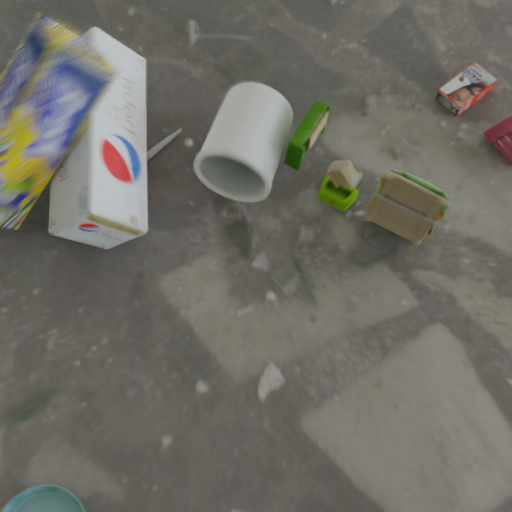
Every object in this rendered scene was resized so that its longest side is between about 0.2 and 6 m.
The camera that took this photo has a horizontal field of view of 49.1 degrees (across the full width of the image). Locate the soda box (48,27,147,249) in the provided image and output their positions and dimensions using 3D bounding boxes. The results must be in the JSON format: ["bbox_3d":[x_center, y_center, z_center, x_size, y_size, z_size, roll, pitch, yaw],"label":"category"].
[{"bbox_3d":[-3.029,-2.255,10.897,1.273,1.362,3.998,-17,67,34],"label":"soda box"}]

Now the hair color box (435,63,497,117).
[{"bbox_3d":[4.654,-3.698,12.437,1.184,0.378,0.657,-39,73,-13],"label":"hair color box"}]

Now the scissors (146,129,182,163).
[{"bbox_3d":[-2.490,-2.024,11.829,0.824,0.157,2.252,28,72,13],"label":"scissors"}]

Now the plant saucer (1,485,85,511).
[{"bbox_3d":[-3.464,4.536,9.053,1.550,0.212,1.550,0,68,0],"label":"plant saucer"}]

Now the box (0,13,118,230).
[{"bbox_3d":[-4.088,-2.282,10.000,3.628,1.271,1.167,-51,53,16],"label":"box"}]

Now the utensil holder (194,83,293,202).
[{"bbox_3d":[-0.196,-2.276,11.199,1.567,1.567,1.844,17,67,7],"label":"utensil holder"}]

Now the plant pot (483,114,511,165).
[{"bbox_3d":[5.444,-2.428,11.595,1.092,1.092,0.977,-28,85,-11],"label":"plant pot"}]

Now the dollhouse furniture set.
[{"bbox_3d":[2.235,-1.647,10.872,3.242,1.620,1.251,28,63,11],"label":"dollhouse furniture set"}]
